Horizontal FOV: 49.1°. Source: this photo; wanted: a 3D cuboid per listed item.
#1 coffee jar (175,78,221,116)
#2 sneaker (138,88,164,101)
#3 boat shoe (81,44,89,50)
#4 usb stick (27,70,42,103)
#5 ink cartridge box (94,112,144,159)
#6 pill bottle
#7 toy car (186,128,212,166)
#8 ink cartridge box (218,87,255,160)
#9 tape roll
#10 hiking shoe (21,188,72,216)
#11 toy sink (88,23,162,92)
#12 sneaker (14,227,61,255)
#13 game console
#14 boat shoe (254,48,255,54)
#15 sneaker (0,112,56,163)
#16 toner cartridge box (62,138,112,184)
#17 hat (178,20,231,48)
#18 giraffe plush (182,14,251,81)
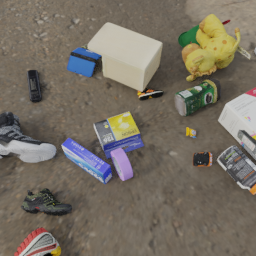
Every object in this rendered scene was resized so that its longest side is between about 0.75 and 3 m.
[{"bbox_3d":[2.896,-1.288,11.452,1.934,1.008,0.825,-24,37,-16],"label":"coffee jar"},{"bbox_3d":[0.958,-1.543,12.021,1.120,0.392,0.504,-13,60,-6],"label":"sneaker"},{"bbox_3d":[-2.153,-3.741,13.561,0.385,0.322,1.078,16,57,11],"label":"boat shoe"},{"bbox_3d":[-4.130,-1.872,12.310,0.510,0.300,1.837,-10,56,-14],"label":"usb stick"},{"bbox_3d":[-0.368,0.236,10.846,1.546,0.368,1.565,-19,56,-13],"label":"ink cartridge box"},{"bbox_3d":[3.960,1.476,9.672,0.877,0.877,1.651,-27,60,-17],"label":"pill bottle"},{"bbox_3d":[2.733,0.671,10.313,0.580,0.855,1.744,14,58,-30],"label":"toy car"},{"bbox_3d":[5.198,-0.056,10.511,2.089,1.212,2.830,-27,59,-17],"label":"ink cartridge box"},{"bbox_3d":[-0.219,1.252,9.684,0.360,1.097,1.097,-22,58,-15],"label":"tape roll"},{"bbox_3d":[-2.630,2.382,9.196,1.677,0.635,0.844,4,59,4],"label":"hiking shoe"},{"bbox_3d":[-0.145,-3.016,11.999,2.678,1.500,1.745,24,62,12],"label":"toy sink"},{"bbox_3d":[-2.967,4.147,7.752,1.108,1.050,2.698,29,61,17],"label":"sneaker"},{"bbox_3d":[-2.022,-3.084,13.078,1.316,0.778,1.123,20,39,12],"label":"game console"},{"bbox_3d":[7.028,-3.335,13.024,0.819,0.748,2.277,-35,62,-21],"label":"boat shoe"},{"bbox_3d":[-4.034,0.273,10.325,2.982,1.125,1.697,2,57,4],"label":"sneaker"},{"bbox_3d":[-1.445,1.166,9.872,1.895,0.900,0.409,31,61,20],"label":"toner cartridge box"},{"bbox_3d":[3.519,-4.861,13.461,1.984,1.747,1.644,-2,56,-2],"label":"hat"},{"bbox_3d":[3.363,-3.124,12.089,2.277,2.423,2.808,-33,43,-6],"label":"giraffe plush"}]
